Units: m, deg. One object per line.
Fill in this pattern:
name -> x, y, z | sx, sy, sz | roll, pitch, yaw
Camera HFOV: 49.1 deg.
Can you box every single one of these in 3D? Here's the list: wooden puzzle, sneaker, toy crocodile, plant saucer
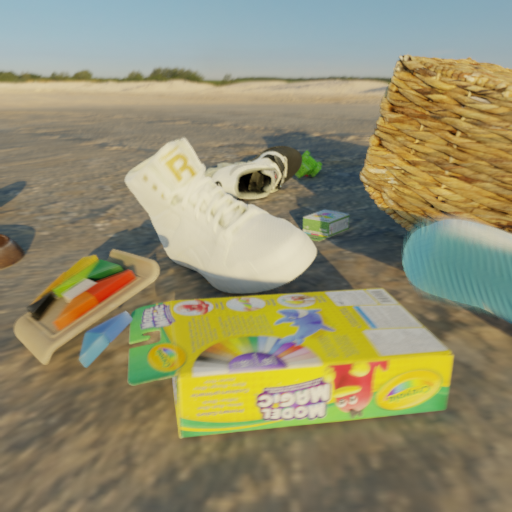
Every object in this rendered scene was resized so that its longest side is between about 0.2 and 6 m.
wooden puzzle -> -1.798, 0.420, 5.732 | 2.244, 0.262, 1.514 | 4, 41, 50
sneaker -> -0.675, -0.592, 7.065 | 1.103, 1.730, 2.994 | -44, 32, -25
toy crocodile -> 1.374, -2.398, 15.017 | 0.592, 0.542, 1.755 | 41, 19, -5
sneaker -> 0.229, -1.734, 12.369 | 2.667, 0.988, 1.180 | -26, 30, -34
plant saucer -> -4.324, -0.051, 8.293 | 1.651, 0.284, 1.651 | 1, 18, 0
sneaker -> 2.764, 0.300, 5.525 | 2.502, 0.957, 1.010 | 30, 26, 21

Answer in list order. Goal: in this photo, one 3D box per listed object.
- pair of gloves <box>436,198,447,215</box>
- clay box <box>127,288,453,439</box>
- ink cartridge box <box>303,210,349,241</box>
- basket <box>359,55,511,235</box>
pair of gloves -> 4.873, -0.948, 10.913 | 2.360, 0.328, 2.649 | -17, 24, -41
clay box -> 0.190, 0.866, 4.978 | 2.558, 0.609, 1.470 | -3, 19, -10
ink cartridge box -> 1.147, -0.538, 9.704 | 0.522, 0.298, 1.005 | 14, 23, 36
basket -> 3.733, -1.308, 8.258 | 3.549, 2.533, 2.644 | 29, 30, 31
